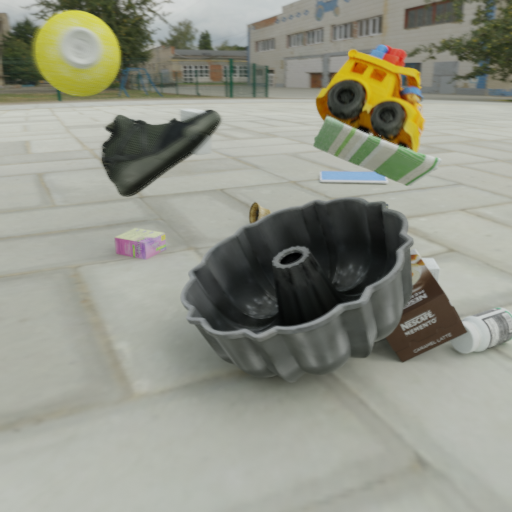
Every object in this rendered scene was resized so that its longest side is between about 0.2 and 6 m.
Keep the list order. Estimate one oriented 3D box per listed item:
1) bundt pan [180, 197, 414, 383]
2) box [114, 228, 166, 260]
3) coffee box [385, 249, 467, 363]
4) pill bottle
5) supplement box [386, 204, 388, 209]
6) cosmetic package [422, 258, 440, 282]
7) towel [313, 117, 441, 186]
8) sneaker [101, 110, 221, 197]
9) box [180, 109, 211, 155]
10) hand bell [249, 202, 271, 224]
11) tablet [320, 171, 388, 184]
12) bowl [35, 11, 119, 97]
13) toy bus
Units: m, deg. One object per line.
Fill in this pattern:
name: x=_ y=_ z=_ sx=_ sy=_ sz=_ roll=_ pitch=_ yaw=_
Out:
bundt pan: x=0.652 y=0.486 z=7.626 sx=3.178 sy=1.193 sz=3.178 roll=-18 pitch=27 yaw=9
box: x=-2.422 y=-0.260 z=11.734 sx=0.794 sy=0.384 sz=0.698 roll=9 pitch=22 yaw=25
coffee box: x=2.253 y=0.669 z=8.252 sx=1.006 sy=0.701 sz=1.759 roll=-30 pitch=17 yaw=11
pill bottle: x=3.219 y=1.068 z=7.967 sx=0.908 sy=0.513 sz=0.513 roll=-10 pitch=23 yaw=-28
supplement box: x=2.155 y=-0.681 z=12.257 sx=1.197 sy=0.805 sz=1.198 roll=9 pitch=22 yaw=23
cosmetic package: x=2.798 y=0.374 z=9.784 sx=0.661 sy=0.553 sz=0.550 roll=2 pitch=20 yaw=4
towel: x=1.531 y=-1.363 z=7.369 sx=1.531 sy=0.179 sz=1.167 roll=22 pitch=-5 yaw=-1
sneaker: x=-1.940 y=-2.372 z=10.842 sx=2.478 sy=1.420 sz=0.947 roll=-35 pitch=-4 yaw=-6
box: x=-1.370 y=-2.804 z=12.664 sx=0.586 sy=0.942 sz=0.459 roll=21 pitch=26 yaw=40
hand bell: x=0.462 y=-0.961 z=13.650 sx=1.146 sy=0.597 sz=0.597 roll=4 pitch=17 yaw=-24
tablet: x=3.142 y=-2.548 z=18.238 sx=2.126 sy=0.145 sz=1.383 roll=1 pitch=21 yaw=6
bowl: x=-2.415 y=-2.804 z=7.651 sx=1.151 sy=1.151 sz=0.619 roll=-7 pitch=11 yaw=-19
toy bus: x=2.769 y=-3.460 z=12.011 sx=2.300 sy=2.208 sz=1.561 roll=30 pitch=-5 yaw=22
